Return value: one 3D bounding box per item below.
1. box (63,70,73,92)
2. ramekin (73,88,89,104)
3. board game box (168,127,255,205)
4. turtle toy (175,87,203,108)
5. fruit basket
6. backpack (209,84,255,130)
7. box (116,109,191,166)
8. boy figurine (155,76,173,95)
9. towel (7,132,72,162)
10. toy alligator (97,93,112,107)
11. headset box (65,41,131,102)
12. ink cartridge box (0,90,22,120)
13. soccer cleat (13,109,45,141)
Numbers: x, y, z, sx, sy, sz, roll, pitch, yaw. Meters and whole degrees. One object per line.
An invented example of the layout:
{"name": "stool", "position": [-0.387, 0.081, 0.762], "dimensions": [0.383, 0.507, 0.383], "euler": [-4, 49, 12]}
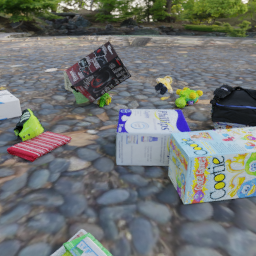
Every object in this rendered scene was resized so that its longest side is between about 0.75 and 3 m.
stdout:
{"name": "box", "position": [-2.715, -2.881, 16.427], "dimensions": [1.828, 1.169, 0.996], "euler": [-19, 30, -37]}
{"name": "ramekin", "position": [-2.056, -1.836, 13.997], "dimensions": [1.403, 0.685, 1.403], "euler": [-20, 20, 8]}
{"name": "board game box", "position": [2.572, 0.925, 7.409], "dimensions": [2.672, 1.376, 1.401], "euler": [-4, 24, -8]}
{"name": "turtle toy", "position": [2.872, -1.457, 13.679], "dimensions": [1.494, 0.755, 1.089], "euler": [-21, 31, -38]}
{"name": "fruit basket", "position": [-0.938, 2.538, 4.509], "dimensions": [1.604, 0.752, 1.486], "euler": [-27, 40, -35]}
{"name": "backpack", "position": [4.257, -0.730, 10.781], "dimensions": [2.306, 1.777, 2.197], "euler": [12, 32, 13]}
{"name": "box", "position": [0.775, 0.241, 9.236], "dimensions": [2.254, 1.183, 2.073], "euler": [1, 24, 1]}
{"name": "boy figurine", "position": [1.218, -1.393, 9.139], "dimensions": [0.682, 0.353, 1.097], "euler": [42, 32, 1]}
{"name": "towel", "position": [-3.030, 0.585, 9.689], "dimensions": [1.331, 0.207, 1.840], "euler": [12, 24, 29]}
{"name": "toy alligator", "position": [-1.136, -1.559, 14.236], "dimensions": [0.546, 0.500, 1.841], "euler": [5, 24, 11]}
{"name": "headset box", "position": [-1.332, -2.286, 12.130], "dimensions": [2.490, 1.850, 0.934], "euler": [-33, 65, 7]}
{"name": "ink cartridge box", "position": [-5.829, -1.031, 12.649], "dimensions": [1.362, 0.793, 1.883], "euler": [-17, 29, -34]}
{"name": "soccer cleat", "position": [-3.863, -0.142, 10.582], "dimensions": [0.973, 0.810, 2.400], "euler": [-32, 25, -17]}
